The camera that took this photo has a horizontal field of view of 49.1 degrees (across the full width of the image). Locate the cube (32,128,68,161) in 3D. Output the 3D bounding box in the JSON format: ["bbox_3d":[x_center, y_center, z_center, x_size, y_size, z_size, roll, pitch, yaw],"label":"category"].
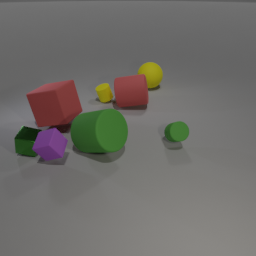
[{"bbox_3d":[-2.462,0.529,8.910,0.700,0.700,0.700,-13,46,24],"label":"cube"}]

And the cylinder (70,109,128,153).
[{"bbox_3d":[-0.960,0.118,9.362,1.400,1.400,1.400,-5,17,44],"label":"cylinder"}]

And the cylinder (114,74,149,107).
[{"bbox_3d":[0.179,-1.733,13.078,1.400,1.400,1.400,-6,27,10],"label":"cylinder"}]

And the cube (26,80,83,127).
[{"bbox_3d":[-2.879,-0.987,11.165,1.400,1.400,1.400,-5,23,21],"label":"cube"}]

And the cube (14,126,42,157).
[{"bbox_3d":[-3.414,0.459,9.647,0.700,0.700,0.700,12,38,-2],"label":"cube"}]

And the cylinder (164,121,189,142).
[{"bbox_3d":[1.714,0.139,9.900,0.700,0.700,0.700,-5,-3,-9],"label":"cylinder"}]

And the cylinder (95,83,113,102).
[{"bbox_3d":[-1.159,-1.735,13.796,0.700,0.700,0.700,-15,33,10],"label":"cylinder"}]

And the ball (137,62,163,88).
[{"bbox_3d":[1.212,-2.896,15.391,1.400,1.400,1.400,0,28,0],"label":"ball"}]
